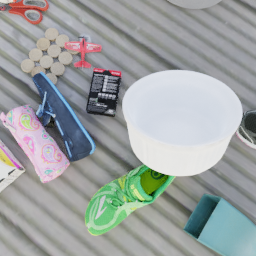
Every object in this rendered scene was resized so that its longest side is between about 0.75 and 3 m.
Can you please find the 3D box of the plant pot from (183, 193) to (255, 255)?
[{"bbox_3d":[2.291,2.420,6.477,1.497,1.058,1.058,35,80,-1],"label":"plant pot"}]

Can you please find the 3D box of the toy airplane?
[{"bbox_3d":[-1.246,-2.100,7.849,1.041,0.191,1.041,3,76,-11],"label":"toy airplane"}]

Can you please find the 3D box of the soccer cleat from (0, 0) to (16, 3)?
[{"bbox_3d":[-3.338,-4.677,8.167,0.839,0.750,2.163,23,81,7],"label":"soccer cleat"}]

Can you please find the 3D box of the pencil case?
[{"bbox_3d":[-2.305,0.364,6.957,0.878,0.878,2.009,-36,83,-7],"label":"pencil case"}]

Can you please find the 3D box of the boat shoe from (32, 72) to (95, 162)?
[{"bbox_3d":[-1.801,-0.290,7.041,0.859,1.053,2.503,-34,78,-6],"label":"boat shoe"}]

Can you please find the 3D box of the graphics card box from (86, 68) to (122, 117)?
[{"bbox_3d":[-0.638,-0.954,7.540,0.780,0.316,1.243,8,76,1],"label":"graphics card box"}]

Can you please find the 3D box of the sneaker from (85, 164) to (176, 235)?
[{"bbox_3d":[0.045,1.492,6.601,2.626,1.098,0.973,-37,81,-7],"label":"sneaker"}]

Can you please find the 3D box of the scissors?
[{"bbox_3d":[-3.499,-3.558,8.221,2.310,0.161,0.845,9,80,3],"label":"scissors"}]

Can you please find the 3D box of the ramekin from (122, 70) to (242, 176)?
[{"bbox_3d":[1.160,-0.126,6.419,2.524,1.230,2.524,-1,46,1],"label":"ramekin"}]

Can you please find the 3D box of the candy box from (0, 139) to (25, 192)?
[{"bbox_3d":[-3.839,1.201,6.904,2.062,0.629,1.406,-43,80,-9],"label":"candy box"}]

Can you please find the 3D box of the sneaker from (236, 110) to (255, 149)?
[{"bbox_3d":[4.152,0.136,6.861,2.734,1.180,1.098,15,77,4],"label":"sneaker"}]

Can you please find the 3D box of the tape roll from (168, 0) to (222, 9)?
[{"bbox_3d":[1.961,-4.837,8.039,2.619,0.865,2.619,1,79,-3],"label":"tape roll"}]

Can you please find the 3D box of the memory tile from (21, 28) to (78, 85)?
[{"bbox_3d":[-2.167,-1.998,7.868,1.179,0.129,1.538,32,80,7],"label":"memory tile"}]
